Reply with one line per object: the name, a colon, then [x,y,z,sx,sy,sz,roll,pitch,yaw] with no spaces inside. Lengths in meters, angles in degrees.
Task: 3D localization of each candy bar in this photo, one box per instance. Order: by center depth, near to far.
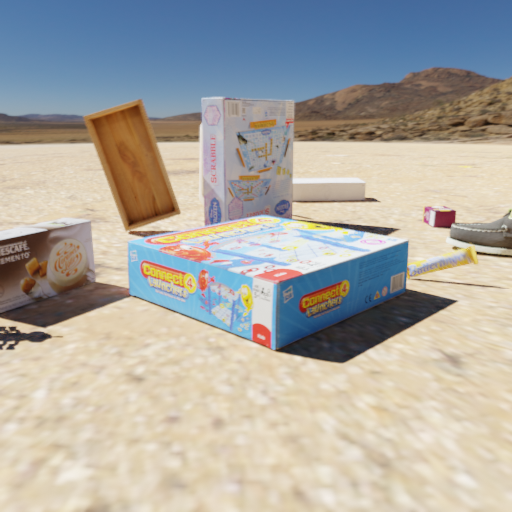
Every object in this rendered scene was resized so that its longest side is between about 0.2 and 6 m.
candy bar: [2.713,0.111,8.290,1.074,0.268,0.119,-16,-4,22]

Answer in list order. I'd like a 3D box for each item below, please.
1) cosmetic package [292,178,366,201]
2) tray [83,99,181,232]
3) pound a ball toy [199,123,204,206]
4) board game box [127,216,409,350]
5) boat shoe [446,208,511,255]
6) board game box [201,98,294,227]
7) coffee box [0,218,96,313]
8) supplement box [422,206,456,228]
cosmetic package: [1.939,-1.913,16.184,2.252,0.570,0.929,-1,14,-4]
tray: [-2.510,-1.845,11.513,1.196,2.424,0.449,-18,13,-3]
pound a ball toy: [-0.540,-2.148,13.552,1.708,2.619,1.113,-22,56,-22]
board game box: [0.175,0.158,7.645,2.724,0.778,2.782,14,20,41]
boat shoe: [4.881,-0.457,9.907,2.850,0.858,1.016,5,15,18]
board game box: [-0.096,-1.933,11.921,0.564,2.733,2.739,9,16,32]
coffee box: [-3.061,0.083,7.611,0.664,0.953,1.666,7,16,32]
supplement box: [4.085,-0.884,12.535,0.497,0.392,0.760,-1,14,-3]
